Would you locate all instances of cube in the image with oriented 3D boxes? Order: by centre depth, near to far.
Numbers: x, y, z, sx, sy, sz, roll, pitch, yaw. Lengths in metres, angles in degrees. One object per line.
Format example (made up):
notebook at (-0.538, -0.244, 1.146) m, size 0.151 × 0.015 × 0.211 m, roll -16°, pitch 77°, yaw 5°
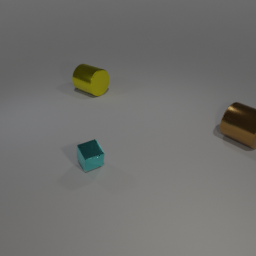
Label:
cube at (-1.272, 0.927, 9.459) m, size 0.700 × 0.700 × 0.700 m, roll -18°, pitch 54°, yaw -26°

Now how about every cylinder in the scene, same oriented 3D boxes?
cylinder at (4.499, -0.118, 10.691) m, size 1.400 × 1.400 × 1.400 m, roll -25°, pitch 40°, yaw -34°
cylinder at (-1.918, -2.506, 14.519) m, size 1.400 × 1.400 × 1.400 m, roll 23°, pitch 39°, yaw 32°
